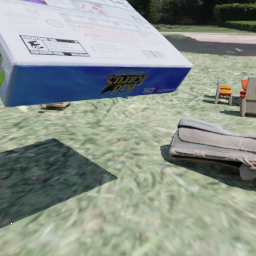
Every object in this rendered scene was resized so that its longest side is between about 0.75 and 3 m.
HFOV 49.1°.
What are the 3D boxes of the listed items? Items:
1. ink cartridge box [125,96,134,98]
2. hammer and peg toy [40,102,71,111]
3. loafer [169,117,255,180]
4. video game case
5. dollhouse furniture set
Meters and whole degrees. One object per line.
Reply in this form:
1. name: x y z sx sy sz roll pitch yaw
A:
1. ink cartridge box: -0.390 -1.699 10.728 2.346 0.492 1.400 23 31 37
2. hammer and peg toy: -2.204 -0.758 8.580 0.779 0.374 1.060 5 23 9
3. loafer: 1.976 0.559 5.003 2.701 0.971 0.849 19 73 38
4. video game case: -0.641 -1.204 3.322 2.283 0.519 2.069 -10 55 -43
5. dollhouse furniture set: 3.880 -1.196 8.588 2.253 1.161 2.229 7 23 16
